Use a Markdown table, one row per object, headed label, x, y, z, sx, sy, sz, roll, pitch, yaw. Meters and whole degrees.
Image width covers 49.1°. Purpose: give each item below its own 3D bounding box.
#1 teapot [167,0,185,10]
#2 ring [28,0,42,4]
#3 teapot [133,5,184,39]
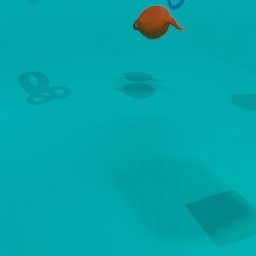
| label | x | y | z | sx | sy | sz | roll | pitch | yaw |
| --- | --- | --- | --- | --- | --- | --- | --- | --- | --- |
| teapot | 0.873 | -3.505 | 6.167 | 0.979 | 1.999 | 1.243 | -7 | 53 | 21 |
| ring | -2.732 | -4.025 | 6.882 | 0.386 | 1.929 | 1.929 | -27 | 32 | 1 |
| teapot | 0.867 | -3.182 | 8.601 | 1.705 | 0.835 | 1.060 | 10 | 64 | 33 |
